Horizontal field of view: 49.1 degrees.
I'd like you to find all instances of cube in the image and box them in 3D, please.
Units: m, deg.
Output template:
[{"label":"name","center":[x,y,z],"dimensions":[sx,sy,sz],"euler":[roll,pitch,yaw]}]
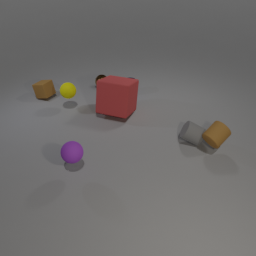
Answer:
[{"label":"cube","center":[-4.013,-1.866,13.421],"dimensions":[0.700,0.700,0.700],"euler":[3,30,29]},{"label":"cube","center":[-0.450,-1.369,11.965],"dimensions":[1.400,1.400,1.400],"euler":[11,23,16]}]

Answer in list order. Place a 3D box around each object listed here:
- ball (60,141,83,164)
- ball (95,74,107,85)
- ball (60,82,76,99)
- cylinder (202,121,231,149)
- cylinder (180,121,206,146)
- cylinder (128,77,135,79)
[{"label":"ball","center":[-1.732,0.750,8.674],"dimensions":[0.700,0.700,0.700],"euler":[0,33,0]},{"label":"ball","center":[-1.345,-2.407,14.448],"dimensions":[0.700,0.700,0.700],"euler":[0,33,0]},{"label":"ball","center":[-2.597,-1.621,12.143],"dimensions":[0.700,0.700,0.700],"euler":[0,33,0]},{"label":"cylinder","center":[3.041,0.227,9.619],"dimensions":[0.700,0.700,0.700],"euler":[-44,46,-7]},{"label":"cylinder","center":[2.369,0.189,10.251],"dimensions":[0.700,0.700,0.700],"euler":[27,33,-7]},{"label":"cylinder","center":[0.073,-2.058,13.906],"dimensions":[0.700,0.700,0.700],"euler":[-1,32,1]}]
